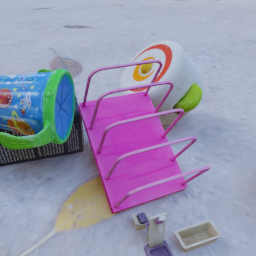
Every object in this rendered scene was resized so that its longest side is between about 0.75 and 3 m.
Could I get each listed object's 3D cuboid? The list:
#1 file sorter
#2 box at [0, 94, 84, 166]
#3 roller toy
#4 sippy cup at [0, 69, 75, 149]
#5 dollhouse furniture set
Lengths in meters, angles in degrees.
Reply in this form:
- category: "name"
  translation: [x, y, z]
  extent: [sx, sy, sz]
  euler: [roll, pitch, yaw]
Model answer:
- category: "file sorter"
  translation: [0.277, 0.110, 6.460]
  extent: [2.005, 1.810, 2.886]
  euler: [-13, 69, -20]
- category: "box"
  translation: [-2.974, -0.310, 8.254]
  extent: [3.000, 1.565, 2.220]
  euler: [-9, 44, -13]
- category: "roller toy"
  translation: [1.023, -1.515, 9.239]
  extent: [2.648, 1.850, 2.416]
  euler: [-18, 50, 35]
- category: "sippy cup"
  translation: [-2.202, -0.537, 6.420]
  extent: [1.615, 1.731, 2.204]
  euler: [6, 8, 4]
- category: "dollhouse furniture set"
  translation: [1.010, 1.811, 5.646]
  extent: [1.551, 1.101, 1.229]
  euler: [-11, 34, -17]
